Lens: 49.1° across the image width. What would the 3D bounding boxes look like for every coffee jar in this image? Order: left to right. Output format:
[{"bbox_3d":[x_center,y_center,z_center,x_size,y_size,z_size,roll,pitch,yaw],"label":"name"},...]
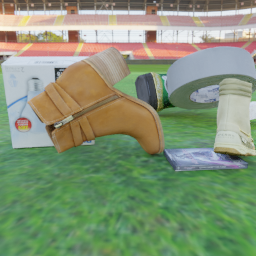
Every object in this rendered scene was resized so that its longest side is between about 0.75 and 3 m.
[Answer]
[{"bbox_3d":[1.748,-1.434,10.641,2.898,1.511,1.236,-8,-11,-11],"label":"coffee jar"}]

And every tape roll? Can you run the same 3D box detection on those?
[{"bbox_3d":[2.538,-1.420,8.663,2.637,0.871,2.637,-4,-17,-1],"label":"tape roll"}]

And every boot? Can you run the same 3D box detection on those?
[{"bbox_3d":[-0.543,-0.066,5.713,2.034,2.629,0.969,-38,18,-18],"label":"boot"},{"bbox_3d":[2.146,-0.166,5.517,0.660,1.410,1.814,2,-4,34],"label":"boot"}]

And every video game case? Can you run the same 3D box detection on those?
[{"bbox_3d":[1.579,0.638,5.927,1.466,0.139,1.047,0,14,-6],"label":"video game case"}]

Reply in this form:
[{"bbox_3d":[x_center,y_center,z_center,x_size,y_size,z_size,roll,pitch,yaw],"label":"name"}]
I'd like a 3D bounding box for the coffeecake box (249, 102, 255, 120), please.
[{"bbox_3d":[3.806,-0.506,9.180,1.153,0.421,0.885,-15,9,-1],"label":"coffeecake box"}]

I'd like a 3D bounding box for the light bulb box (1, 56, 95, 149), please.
[{"bbox_3d":[-1.874,-0.681,7.026,2.027,2.045,1.276,-3,23,-9],"label":"light bulb box"}]
